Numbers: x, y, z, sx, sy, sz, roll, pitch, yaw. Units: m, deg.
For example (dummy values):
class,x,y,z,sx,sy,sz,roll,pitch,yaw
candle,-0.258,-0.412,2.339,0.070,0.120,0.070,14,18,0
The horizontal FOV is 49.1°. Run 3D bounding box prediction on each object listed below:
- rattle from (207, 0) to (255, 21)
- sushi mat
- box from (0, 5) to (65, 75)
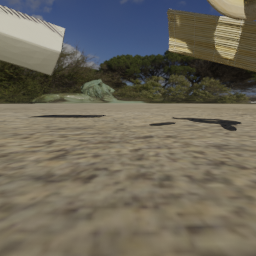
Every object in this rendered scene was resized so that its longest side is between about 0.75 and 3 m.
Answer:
class,x,y,z,sx,sy,sz,roll,pitch,yaw
rattle,1.210,-2.446,4.062,2.631,1.713,1.880,32,58,15
sushi mat,1.882,-1.852,5.948,2.365,1.132,0.143,24,57,31
box,-3.240,-2.479,7.522,2.831,0.968,1.163,15,-32,-24
